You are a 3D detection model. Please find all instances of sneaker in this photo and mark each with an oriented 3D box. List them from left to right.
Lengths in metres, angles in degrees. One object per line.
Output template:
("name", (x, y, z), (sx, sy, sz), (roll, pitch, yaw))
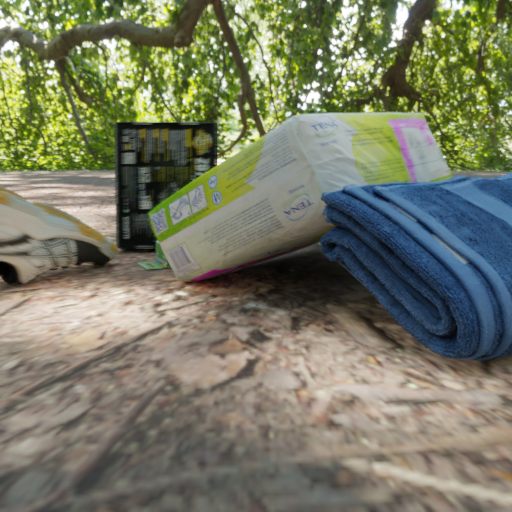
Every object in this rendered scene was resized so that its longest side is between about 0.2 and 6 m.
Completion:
("sneaker", (-3.302, -0.148, 8.381), (1.069, 1.239, 2.827), (26, 0, 30))

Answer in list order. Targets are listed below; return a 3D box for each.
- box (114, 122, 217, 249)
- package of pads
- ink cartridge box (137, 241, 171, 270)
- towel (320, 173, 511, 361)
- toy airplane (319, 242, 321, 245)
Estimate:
("box", (-1.675, -1.313, 10.630), (1.912, 2.394, 0.591), (-1, 2, -4))
("package of pads", (0.890, -0.948, 8.582), (3.128, 1.381, 4.049), (-25, -5, 41))
("ink cartridge box", (-1.322, -0.050, 9.497), (1.281, 0.380, 0.665), (-5, 12, -25))
("towel", (2.886, -0.116, 6.450), (4.178, 1.014, 2.333), (-7, 40, -37))
("toy airplane", (1.280, -0.580, 11.262), (0.728, 0.725, 0.514), (15, 42, 38))
